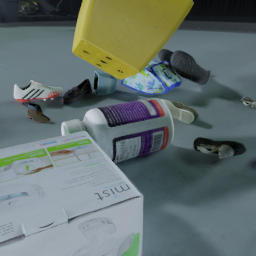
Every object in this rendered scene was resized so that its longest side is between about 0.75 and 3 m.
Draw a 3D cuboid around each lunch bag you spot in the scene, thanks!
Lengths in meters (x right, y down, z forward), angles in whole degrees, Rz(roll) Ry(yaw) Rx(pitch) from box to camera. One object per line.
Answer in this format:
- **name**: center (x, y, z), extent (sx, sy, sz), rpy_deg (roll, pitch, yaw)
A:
- **lunch bag**: center (1.092, -2.198, 12.143), extent (2.145, 1.367, 1.824), rpy_deg (28, 31, 19)

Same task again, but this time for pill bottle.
- **pill bottle**: center (-0.274, 0.124, 7.066), extent (2.567, 1.430, 1.430), rpy_deg (-12, 28, -24)

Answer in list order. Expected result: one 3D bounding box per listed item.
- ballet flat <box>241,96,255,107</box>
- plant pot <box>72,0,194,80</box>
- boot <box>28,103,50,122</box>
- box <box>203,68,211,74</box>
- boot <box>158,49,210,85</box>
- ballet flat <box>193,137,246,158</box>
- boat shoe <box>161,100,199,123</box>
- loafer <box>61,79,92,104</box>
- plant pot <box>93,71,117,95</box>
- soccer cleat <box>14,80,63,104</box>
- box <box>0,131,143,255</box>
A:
- **ballet flat**: center (4.714, -0.935, 10.633), extent (0.342, 0.342, 0.951), rpy_deg (-18, 31, -33)
- **plant pot**: center (-0.231, -2.878, 8.019), extent (2.609, 2.301, 2.609), rpy_deg (27, -7, -19)
- **boot**: center (-3.054, -0.517, 9.466), extent (1.024, 0.496, 0.382), rpy_deg (15, 29, 28)
- **box**: center (3.624, -2.932, 14.749), extent (1.145, 0.254, 0.918), rpy_deg (-19, 31, -33)
- **boot**: center (2.313, -3.311, 13.551), extent (2.428, 0.967, 2.946), rpy_deg (29, 18, -36)
- **ballet flat**: center (2.354, 0.566, 7.358), extent (1.364, 0.464, 0.466), rpy_deg (7, 34, 36)
- **boat shoe**: center (1.706, -0.617, 9.659), extent (0.459, 0.549, 1.536), rpy_deg (-23, 40, -39)
- **loafer**: center (-2.105, -1.508, 11.402), extent (0.682, 0.598, 1.897), rpy_deg (11, 28, 21)
- **plant pot**: center (-0.968, -1.930, 12.087), extent (0.870, 0.854, 0.851), rpy_deg (0, 24, -20)
- **soccer cleat**: center (-3.549, -1.527, 11.180), extent (1.945, 0.828, 0.667), rpy_deg (-15, 30, -27)
- **box**: center (-1.537, 1.322, 4.638), extent (2.814, 1.361, 2.483), rpy_deg (-13, 29, -26)
